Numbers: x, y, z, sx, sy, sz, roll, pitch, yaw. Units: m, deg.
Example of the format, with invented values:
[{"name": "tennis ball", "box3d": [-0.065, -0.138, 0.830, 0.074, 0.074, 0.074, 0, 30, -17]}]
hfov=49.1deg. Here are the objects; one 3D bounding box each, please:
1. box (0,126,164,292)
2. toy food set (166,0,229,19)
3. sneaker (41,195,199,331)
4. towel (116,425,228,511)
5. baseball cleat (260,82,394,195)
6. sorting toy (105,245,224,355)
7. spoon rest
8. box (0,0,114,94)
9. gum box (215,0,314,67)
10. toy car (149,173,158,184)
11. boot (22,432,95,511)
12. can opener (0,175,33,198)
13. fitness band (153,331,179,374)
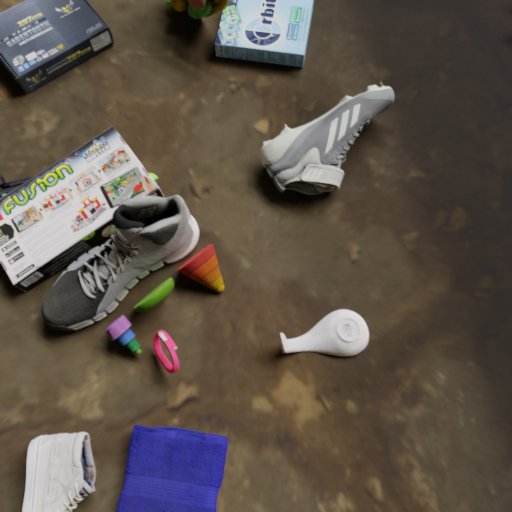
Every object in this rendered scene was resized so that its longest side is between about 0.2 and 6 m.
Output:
[{"name": "box", "box3d": [-3.573, -0.937, 10.791, 3.180, 0.552, 1.750, -35, 72, -7]}, {"name": "toy food set", "box3d": [-1.352, -5.778, 11.902, 0.829, 2.537, 1.492, -38, 116, -21]}, {"name": "sneaker", "box3d": [-2.562, -0.085, 9.874, 3.308, 1.911, 1.241, -38, 73, -14]}, {"name": "towel", "box3d": [-1.392, 3.949, 9.065, 1.643, 0.551, 2.225, 5, 68, 9]}, {"name": "baseball cleat", "box3d": [1.648, -2.231, 11.343, 3.079, 1.074, 1.639, -28, 82, -4]}, {"name": "sorting toy", "box3d": [-1.515, 0.867, 10.254, 2.507, 0.869, 0.863, -41, 98, -16]}, {"name": "spoon rest", "box3d": [1.213, 1.455, 10.102, 1.743, 0.528, 0.866, -7, 69, -17]}, {"name": "box", "box3d": [-4.667, -4.940, 12.508, 2.335, 0.596, 1.842, -35, 71, -13]}, {"name": "gum box", "box3d": [0.204, -5.186, 12.692, 1.997, 0.445, 1.697, 8, 69, 3]}, {"name": "toy car", "box3d": [-2.352, -1.318, 11.274, 1.024, 0.228, 0.963, 32, 72, 12]}, {"name": "boot", "box3d": [-3.088, 3.872, 8.917, 0.990, 0.762, 2.071, -10, 68, 3]}, {"name": "can opener", "box3d": [-4.850, -1.366, 11.207, 1.343, 0.528, 0.426, -7, 60, -13]}, {"name": "fitness band", "box3d": [-1.559, 1.662, 9.711, 0.153, 0.587, 0.817, -16, 45, -32]}]
